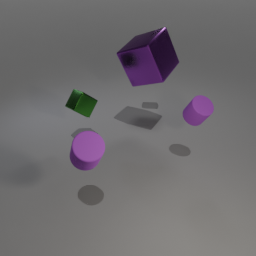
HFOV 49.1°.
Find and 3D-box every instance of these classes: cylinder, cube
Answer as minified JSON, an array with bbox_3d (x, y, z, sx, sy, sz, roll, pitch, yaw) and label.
[{"bbox_3d":[-0.905,0.510,6.150,0.700,0.700,0.700,6,65,-13],"label":"cylinder"},{"bbox_3d":[0.733,-2.475,9.903,1.400,1.400,1.400,-1,38,41],"label":"cube"},{"bbox_3d":[-1.627,-0.857,9.767,0.700,0.700,0.700,28,-3,-40],"label":"cube"},{"bbox_3d":[2.109,-0.517,8.461,0.700,0.700,0.700,7,62,-13],"label":"cylinder"}]
